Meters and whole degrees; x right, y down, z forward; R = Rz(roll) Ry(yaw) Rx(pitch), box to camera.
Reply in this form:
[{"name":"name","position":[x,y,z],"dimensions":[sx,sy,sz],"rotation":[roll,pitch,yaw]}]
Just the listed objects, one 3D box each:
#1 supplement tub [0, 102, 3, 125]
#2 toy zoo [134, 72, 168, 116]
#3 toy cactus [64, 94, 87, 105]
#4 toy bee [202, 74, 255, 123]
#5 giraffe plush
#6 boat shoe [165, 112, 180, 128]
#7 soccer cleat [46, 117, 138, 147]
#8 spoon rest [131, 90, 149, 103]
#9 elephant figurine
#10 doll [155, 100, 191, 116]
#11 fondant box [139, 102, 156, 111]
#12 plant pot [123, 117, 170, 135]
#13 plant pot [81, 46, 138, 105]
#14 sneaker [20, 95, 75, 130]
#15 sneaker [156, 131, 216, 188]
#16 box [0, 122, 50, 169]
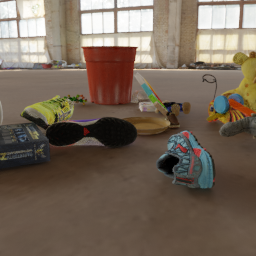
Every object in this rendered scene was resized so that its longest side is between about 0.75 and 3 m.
[{"name":"supplement tub","position":[-4.781,-0.405,7.845],"dimensions":[1.354,1.354,2.052],"rotation":[12,20,39]},{"name":"toy zoo","position":[0.802,-1.290,10.071],"dimensions":[1.182,0.184,1.802],"rotation":[32,25,-56]},{"name":"toy cactus","position":[-2.427,-1.274,13.155],"dimensions":[1.113,0.569,0.919],"rotation":[-3,-4,-1]},{"name":"toy bee","position":[3.237,-0.571,9.269],"dimensions":[1.583,1.314,2.418],"rotation":[5,39,-6]},{"name":"giraffe plush","position":[5.055,-1.833,11.227],"dimensions":[2.554,2.401,2.960],"rotation":[0,15,0]},{"name":"boat shoe","position":[1.437,-0.300,9.282],"dimensions":[0.418,0.419,1.132],"rotation":[-2,15,-6]},{"name":"soccer cleat","position":[-0.911,0.102,7.215],"dimensions":[2.275,0.776,0.832],"rotation":[-2,4,-9]},{"name":"spoon rest","position":[0.701,-1.718,14.480],"dimensions":[0.940,0.574,1.892],"rotation":[6,17,22]},{"name":"elephant figurine","position":[3.893,-0.060,6.809],"dimensions":[2.399,1.861,1.698],"rotation":[-18,64,-22]},{"name":"doll","position":[1.788,-0.812,11.072],"dimensions":[1.436,0.510,2.104],"rotation":[-10,10,-9]},{"name":"fondant box","position":[0.840,-0.914,11.979],"dimensions":[0.649,0.262,0.899],"rotation":[-1,14,-3]},{"name":"plant pot","position":[0.467,-0.075,8.807],"dimensions":[1.704,0.234,1.704],"rotation":[0,15,0]},{"name":"plant pot","position":[-0.872,-2.597,13.671],"dimensions":[2.745,2.670,2.745],"rotation":[0,14,0]},{"name":"sneaker","position":[-2.177,-0.503,7.822],"dimensions":[0.916,0.928,2.428],"rotation":[30,4,0]},{"name":"sneaker","position":[0.957,0.537,5.447],"dimensions":[0.895,0.743,1.873],"rotation":[-3,14,-7]},{"name":"box","position":[-2.835,0.362,6.484],"dimensions":[1.659,0.537,2.103],"rotation":[-8,16,-26]}]
